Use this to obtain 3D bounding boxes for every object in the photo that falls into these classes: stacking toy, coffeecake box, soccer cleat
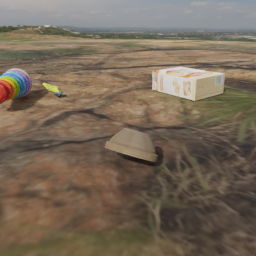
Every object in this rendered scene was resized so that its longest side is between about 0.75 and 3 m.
[{"bbox_3d":[-4.279,-1.451,9.922,1.146,1.146,2.685,-2,16,-4],"label":"stacking toy"},{"bbox_3d":[2.501,-1.945,11.857,1.843,0.877,2.401,-17,26,-35],"label":"coffeecake box"},{"bbox_3d":[-2.953,-1.551,11.027,0.822,0.344,0.266,36,2,-18],"label":"soccer cleat"}]

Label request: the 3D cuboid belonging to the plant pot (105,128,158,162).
[{"bbox_3d":[0.119,0.320,5.865,1.123,0.518,1.123,15,-3,1],"label":"plant pot"}]
